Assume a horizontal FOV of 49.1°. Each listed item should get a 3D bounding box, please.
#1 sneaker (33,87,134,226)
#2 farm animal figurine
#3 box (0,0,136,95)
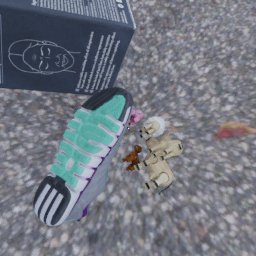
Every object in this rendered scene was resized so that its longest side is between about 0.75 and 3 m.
[{"bbox_3d":[-0.580,0.475,4.665,0.889,1.045,2.388,32,88,31],"label":"sneaker"},{"bbox_3d":[0.474,0.328,4.880,0.683,1.358,1.096,-24,48,-33],"label":"farm animal figurine"},{"bbox_3d":[-1.597,-2.052,6.364,2.883,2.140,1.544,2,53,-22],"label":"box"}]
